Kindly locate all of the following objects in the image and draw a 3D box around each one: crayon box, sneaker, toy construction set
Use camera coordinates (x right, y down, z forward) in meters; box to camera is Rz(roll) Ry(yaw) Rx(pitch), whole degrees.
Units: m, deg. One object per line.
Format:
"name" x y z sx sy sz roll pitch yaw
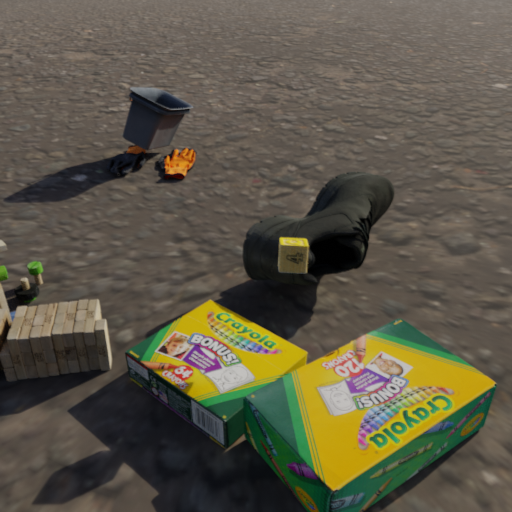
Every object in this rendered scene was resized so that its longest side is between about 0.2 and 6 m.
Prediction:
"crayon box" -0.455 1.264 6.481 1.598 0.466 1.379 24 39 34
"sneaker" 1.224 -0.328 8.157 2.930 1.113 1.330 -34 35 -31
"toy construction set" -3.868 0.249 7.323 1.728 1.328 1.441 -6 32 -9
"crayon box" 1.160 1.601 5.748 2.257 0.658 1.341 -20 37 -29

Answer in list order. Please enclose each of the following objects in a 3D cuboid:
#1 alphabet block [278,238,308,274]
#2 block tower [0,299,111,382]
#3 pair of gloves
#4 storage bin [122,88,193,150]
"alphabet block" 0.400 -0.006 6.107 0.311 0.316 0.309 2 17 -1
"block tower" -2.971 1.049 6.664 2.406 0.650 0.695 -4 33 -8
"pair of gloves" -2.230 -2.073 12.142 1.847 0.228 1.645 2 32 5
"storage bin" -2.268 -2.973 12.146 1.153 1.064 1.584 29 20 6
